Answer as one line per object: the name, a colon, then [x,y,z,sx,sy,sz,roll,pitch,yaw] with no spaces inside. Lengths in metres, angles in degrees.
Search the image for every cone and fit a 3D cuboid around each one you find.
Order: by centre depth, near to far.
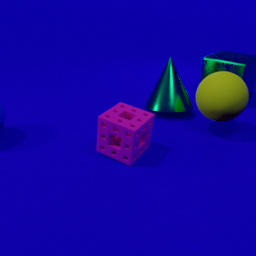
cone: [1.143,-1.251,7.727,1.371,1.376,1.371,0,18,0]

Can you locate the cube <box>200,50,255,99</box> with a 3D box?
cube: [3.104,-1.554,8.619,1.286,1.286,1.286,22,35,35]

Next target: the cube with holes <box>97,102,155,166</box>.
cube with holes: [-0.056,0.101,5.897,0.847,0.847,0.847,21,34,23]

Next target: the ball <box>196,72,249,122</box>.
ball: [2.181,-0.726,6.534,1.162,1.162,1.162,0,28,0]

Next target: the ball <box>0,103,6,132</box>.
ball: [-3.404,-0.246,6.317,1.179,1.179,1.179,0,28,0]
